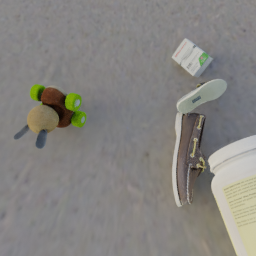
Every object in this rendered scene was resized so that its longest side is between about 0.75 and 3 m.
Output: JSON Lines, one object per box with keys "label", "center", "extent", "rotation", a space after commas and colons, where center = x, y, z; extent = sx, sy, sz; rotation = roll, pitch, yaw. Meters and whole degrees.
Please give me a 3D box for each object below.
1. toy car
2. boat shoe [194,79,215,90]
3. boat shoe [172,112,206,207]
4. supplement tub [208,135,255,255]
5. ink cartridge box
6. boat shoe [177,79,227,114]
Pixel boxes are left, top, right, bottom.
{"label": "toy car", "center": [-2.152, -0.168, 7.410], "extent": [1.385, 1.330, 1.686], "rotation": [15, 53, 18]}
{"label": "boat shoe", "center": [2.275, -1.184, 8.475], "extent": [0.445, 0.484, 1.353], "rotation": [35, 51, 20]}
{"label": "boat shoe", "center": [1.624, 0.722, 7.269], "extent": [0.787, 0.949, 2.643], "rotation": [-2, 56, 18]}
{"label": "supplement tub", "center": [3.057, 1.722, 6.016], "extent": [2.044, 2.044, 2.819], "rotation": [-12, 65, -6]}
{"label": "ink cartridge box", "center": [2.039, -2.239, 8.948], "extent": [1.045, 0.434, 0.766], "rotation": [49, 116, 25]}
{"label": "boat shoe", "center": [1.944, -0.904, 7.606], "extent": [1.439, 0.512, 0.502], "rotation": [-30, 108, 8]}
